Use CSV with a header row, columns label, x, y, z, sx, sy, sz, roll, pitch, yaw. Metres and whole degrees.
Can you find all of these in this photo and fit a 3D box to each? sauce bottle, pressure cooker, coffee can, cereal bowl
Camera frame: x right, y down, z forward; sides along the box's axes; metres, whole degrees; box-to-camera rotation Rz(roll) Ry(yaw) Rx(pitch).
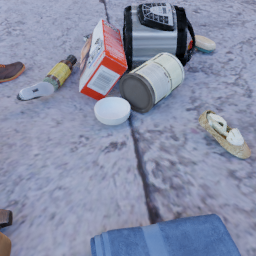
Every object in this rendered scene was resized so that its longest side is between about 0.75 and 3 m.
label,x,y,z,sx,sy,sz,roll,pitch,yaw
sauce bottle,-2.454,-2.127,10.447,0.634,0.634,1.960,11,43,13
pressure cooker,1.173,-3.408,10.588,2.727,2.399,2.436,0,19,-2
coffee can,0.806,-1.510,9.195,1.349,1.349,1.844,29,49,28
cereal bowl,-0.475,-0.464,8.694,1.126,0.469,1.126,0,42,0

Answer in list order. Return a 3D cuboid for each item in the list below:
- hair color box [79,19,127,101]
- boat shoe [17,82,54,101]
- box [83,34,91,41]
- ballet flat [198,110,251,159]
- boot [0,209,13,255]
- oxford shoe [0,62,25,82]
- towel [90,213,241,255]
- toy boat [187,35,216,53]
label,x,y,z,sx,sy,sz,roll,pitch,yaw
hair color box,-0.956,-2.474,9.967,0.932,1.616,2.914,25,33,-26
boat shoe,-3.015,-1.144,9.107,0.451,0.476,1.362,-18,11,35
box,-1.515,-4.196,13.105,0.829,0.208,0.836,34,51,32
ballet flat,2.681,0.123,7.744,0.621,0.575,1.760,-35,62,-26
boot,-2.975,2.298,5.611,1.139,0.547,1.557,-10,41,-2
oxford shoe,-4.722,-2.114,10.367,0.700,0.713,1.966,28,49,28
towel,0.681,2.490,5.234,2.694,0.654,1.504,-8,42,-7
toy boat,3.035,-3.532,12.132,1.382,0.642,1.162,-22,50,-34
